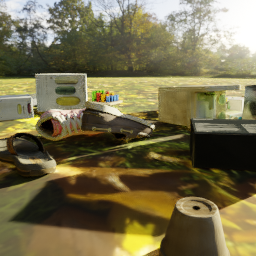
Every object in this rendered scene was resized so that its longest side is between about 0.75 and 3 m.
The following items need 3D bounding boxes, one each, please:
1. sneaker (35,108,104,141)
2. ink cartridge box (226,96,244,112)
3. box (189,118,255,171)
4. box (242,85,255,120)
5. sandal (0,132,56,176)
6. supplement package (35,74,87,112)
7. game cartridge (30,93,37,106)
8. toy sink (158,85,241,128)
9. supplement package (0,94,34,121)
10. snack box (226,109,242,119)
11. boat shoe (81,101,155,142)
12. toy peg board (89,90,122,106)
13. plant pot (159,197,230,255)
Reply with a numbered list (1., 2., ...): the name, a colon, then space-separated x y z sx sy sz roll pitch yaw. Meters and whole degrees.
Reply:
1. sneaker: -1.665 -0.114 8.902 2.601 0.979 1.360 -1 16 5
2. ink cartridge box: 4.738 -1.120 13.634 1.808 0.759 1.309 8 15 31
3. box: 2.734 0.351 6.854 2.333 0.920 1.646 2 16 10
4. box: 5.115 -0.737 10.165 0.967 1.556 1.569 -10 16 -38
5. sandal: -2.528 0.490 6.721 1.052 0.703 2.575 -9 16 -35
6. supplement package: -3.315 -1.843 14.289 2.405 1.825 1.811 -2 11 -9
7. game cartridge: -5.330 -1.646 15.978 1.443 0.450 2.168 4 23 40
8. toy sink: 2.666 -0.848 10.753 1.800 1.547 2.762 -7 10 -29
9. supplement package: -5.189 -0.939 12.396 1.735 0.962 1.351 -7 14 -25
10. snack box: 4.525 -0.553 12.172 0.872 0.278 1.500 -8 16 -25
11. boat shoe: -0.234 -0.050 8.307 0.993 0.823 2.765 13 -3 42
12. toy peg board: -1.377 -1.874 16.941 1.567 0.770 1.573 6 15 27
13. plant pot: 0.799 1.262 3.328 0.835 0.725 0.835 1 14 0
